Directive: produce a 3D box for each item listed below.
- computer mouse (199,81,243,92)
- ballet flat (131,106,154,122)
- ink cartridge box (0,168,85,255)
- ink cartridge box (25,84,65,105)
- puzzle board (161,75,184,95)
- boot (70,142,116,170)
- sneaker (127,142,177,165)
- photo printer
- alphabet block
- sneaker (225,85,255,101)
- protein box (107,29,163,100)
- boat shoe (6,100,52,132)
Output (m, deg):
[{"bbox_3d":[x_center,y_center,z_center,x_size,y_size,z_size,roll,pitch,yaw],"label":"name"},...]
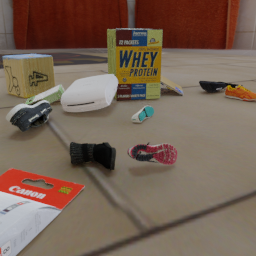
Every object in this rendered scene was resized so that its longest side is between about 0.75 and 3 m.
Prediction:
[{"bbox_3d":[4.437,-1.901,13.303,2.141,0.493,1.503,-7,20,-42],"label":"computer mouse"},{"bbox_3d":[0.467,-0.461,9.315,0.424,0.424,1.222,10,22,25],"label":"ballet flat"},{"bbox_3d":[-2.039,1.118,4.485,1.867,0.577,2.302,8,23,20],"label":"ink cartridge box"},{"bbox_3d":[-3.385,-1.233,11.454,1.564,0.375,1.138,-26,23,0],"label":"ink cartridge box"},{"bbox_3d":[1.982,-2.078,13.358,1.379,0.159,1.830,29,20,-4],"label":"puzzle board"},{"bbox_3d":[-0.786,0.602,6.038,0.913,0.459,1.221,1,8,-17],"label":"boot"},{"bbox_3d":[0.537,0.516,5.948,1.125,0.454,0.420,10,-6,-20],"label":"sneaker"},{"bbox_3d":[-1.406,-1.286,10.397,1.815,0.757,2.181,-6,26,12],"label":"photo printer"},{"bbox_3d":[-4.528,-2.455,12.904,1.676,1.716,1.685,17,26,39],"label":"alphabet block"},{"bbox_3d":[4.864,-1.493,11.878,1.548,0.597,0.565,17,24,36],"label":"sneaker"},{"bbox_3d":[0.193,-2.989,12.672,1.940,2.854,2.875,-3,20,-10],"label":"protein box"},{"bbox_3d":[-2.810,-0.324,8.481,0.663,0.831,2.198,44,17,0],"label":"boat shoe"}]
